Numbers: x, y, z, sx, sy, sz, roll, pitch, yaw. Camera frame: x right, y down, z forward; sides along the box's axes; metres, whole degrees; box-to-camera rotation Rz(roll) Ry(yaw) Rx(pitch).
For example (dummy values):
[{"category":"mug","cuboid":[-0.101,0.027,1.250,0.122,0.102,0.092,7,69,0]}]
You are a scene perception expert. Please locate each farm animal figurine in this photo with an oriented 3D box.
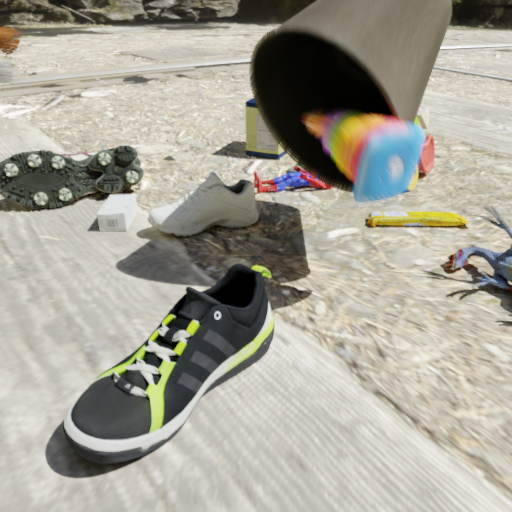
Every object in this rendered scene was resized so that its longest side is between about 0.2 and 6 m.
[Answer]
[{"category":"farm animal figurine","cuboid":[-3.628,-2.683,6.988,1.145,1.132,0.597,29,66,-14]}]

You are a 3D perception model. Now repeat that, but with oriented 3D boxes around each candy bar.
[{"category":"candy bar","cuboid":[3.011,-0.690,10.456,1.914,0.212,0.477,0,24,1]}]

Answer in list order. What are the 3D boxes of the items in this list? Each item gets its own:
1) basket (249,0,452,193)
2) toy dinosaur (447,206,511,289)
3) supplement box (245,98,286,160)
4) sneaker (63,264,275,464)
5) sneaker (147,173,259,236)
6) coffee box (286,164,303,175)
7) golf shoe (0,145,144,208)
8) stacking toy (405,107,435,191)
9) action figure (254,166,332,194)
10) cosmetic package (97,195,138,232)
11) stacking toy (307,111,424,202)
[{"category":"basket","cuboid":[1.631,-2.984,8.402,2.067,2.741,3.040,-3,46,45]},{"category":"toy dinosaur","cuboid":[3.763,0.350,8.268,1.099,2.094,1.900,-46,12,1]},{"category":"supplement box","cuboid":[0.421,-3.331,14.223,0.921,1.370,1.372,12,30,22]},{"category":"sneaker","cuboid":[-0.883,0.934,6.225,1.094,1.264,3.052,18,33,31]},{"category":"sneaker","cuboid":[-0.967,-1.002,10.161,2.078,1.032,0.809,-12,30,-21]},{"category":"coffee box","cuboid":[1.092,-1.990,12.949,0.530,0.190,0.862,14,31,25]},{"category":"golf shoe","cuboid":[-3.865,-1.624,11.621,2.953,1.140,1.301,-9,10,-23]},{"category":"stacking toy","cuboid":[3.265,-2.384,12.341,0.739,1.584,1.750,6,27,37]},{"category":"action figure","cuboid":[0.980,-1.672,12.086,1.997,0.516,0.653,-3,25,-11]},{"category":"cosmetic package","cuboid":[-2.586,-0.814,10.504,0.534,0.384,0.946,-2,29,0]},{"category":"stacking toy","cuboid":[1.267,-1.548,7.442,1.014,0.959,1.747,-16,41,-29]}]
